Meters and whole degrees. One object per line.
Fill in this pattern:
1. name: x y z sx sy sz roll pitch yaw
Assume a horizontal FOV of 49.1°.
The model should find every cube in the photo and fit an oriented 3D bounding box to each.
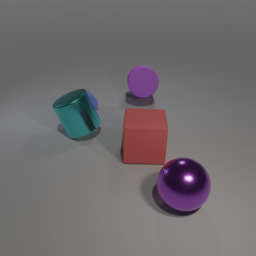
1. cube: 0.561 0.257 9.522 1.400 1.400 1.400 2 29 2

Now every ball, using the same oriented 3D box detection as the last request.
1. ball: 1.460 1.477 7.385 1.400 1.400 1.400 0 29 0

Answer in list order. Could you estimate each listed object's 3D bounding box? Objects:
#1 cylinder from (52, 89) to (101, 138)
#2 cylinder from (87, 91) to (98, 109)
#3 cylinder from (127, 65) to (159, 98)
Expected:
1. cylinder: -1.932 -0.557 10.642 1.400 1.400 1.400 -19 26 10
2. cylinder: -1.814 -1.204 12.644 0.700 0.700 0.700 -17 50 21
3. cylinder: 0.676 -2.224 13.272 1.400 1.400 1.400 -1 15 -1
